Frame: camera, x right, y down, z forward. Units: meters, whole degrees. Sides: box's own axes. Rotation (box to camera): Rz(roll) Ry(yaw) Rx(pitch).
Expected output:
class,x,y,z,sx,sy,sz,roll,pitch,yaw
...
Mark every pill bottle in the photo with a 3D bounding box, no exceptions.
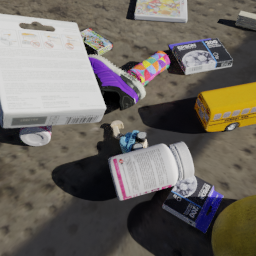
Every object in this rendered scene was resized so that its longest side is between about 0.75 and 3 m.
class,x,y,z,sx,sy,sz,roll,pitch,yaw
pill bottle,-2.677,-0.296,8.352,0.855,0.855,1.508,-3,52,-3
pill bottle,0.568,1.034,7.044,1.953,1.107,1.107,-15,53,-4

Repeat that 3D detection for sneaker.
class,x,y,z,sx,sy,sz,roll,pitch,yaw
sneaker,-0.846,-1.413,9.009,2.648,0.921,1.317,31,60,22

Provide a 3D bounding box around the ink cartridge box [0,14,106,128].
class,x,y,z,sx,sy,sz,roll,pitch,yaw
ink cartridge box,-2.109,-1.476,7.112,2.436,0.855,2.997,-5,58,-32

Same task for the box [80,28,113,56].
class,x,y,z,sx,sy,sz,roll,pitch,yaw
box,-1.367,-3.457,11.200,0.803,0.253,1.459,-38,61,-25

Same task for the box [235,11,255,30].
class,x,y,z,sx,sy,sz,roll,pitch,yaw
box,5.269,-4.518,11.876,1.240,0.510,0.424,25,55,16

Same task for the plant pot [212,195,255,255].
class,x,y,z,sx,sy,sz,roll,pitch,yaw
plant pot,3.096,2.290,5.841,2.304,1.636,2.304,0,52,0

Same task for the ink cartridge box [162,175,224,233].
class,x,y,z,sx,sy,sz,roll,pitch,yaw
ink cartridge box,1.674,1.817,7.089,1.204,0.261,1.192,28,56,19

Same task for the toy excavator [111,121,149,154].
class,x,y,z,sx,sy,sz,roll,pitch,yaw
toy excavator,-0.033,0.332,8.082,1.278,0.638,1.242,8,51,17

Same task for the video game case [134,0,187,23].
class,x,y,z,sx,sy,sz,roll,pitch,yaw
video game case,1.528,-5.562,12.834,2.317,0.265,2.108,5,52,4

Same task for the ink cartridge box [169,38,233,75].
class,x,y,z,sx,sy,sz,roll,pitch,yaw
ink cartridge box,2.716,-2.897,10.677,1.865,0.409,1.883,-12,52,-8

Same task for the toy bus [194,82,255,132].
class,x,y,z,sx,sy,sz,roll,pitch,yaw
toy bus,3.550,-0.694,8.478,2.905,1.137,0.946,-11,53,-8

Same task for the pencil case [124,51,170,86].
class,x,y,z,sx,sy,sz,roll,pitch,yaw
pencil case,0.665,-1.992,9.648,0.809,0.809,1.831,35,54,24
